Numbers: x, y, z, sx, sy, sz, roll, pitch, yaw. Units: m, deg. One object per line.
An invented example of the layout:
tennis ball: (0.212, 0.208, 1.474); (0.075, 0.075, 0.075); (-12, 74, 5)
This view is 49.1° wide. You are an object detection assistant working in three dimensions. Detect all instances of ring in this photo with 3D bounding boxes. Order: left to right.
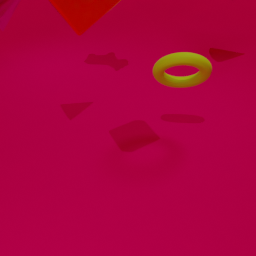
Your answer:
ring: (1.109, -1.165, 5.773); (1.195, 1.195, 0.239); (3, 72, 4)

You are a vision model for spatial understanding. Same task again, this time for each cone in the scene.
cone: (-2.028, -2.268, 4.754); (0.883, 0.880, 0.880); (-35, 45, -8)

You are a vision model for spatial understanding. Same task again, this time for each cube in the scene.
cube: (-0.623, -1.773, 3.184); (0.843, 0.843, 0.843); (-40, 52, 4)
